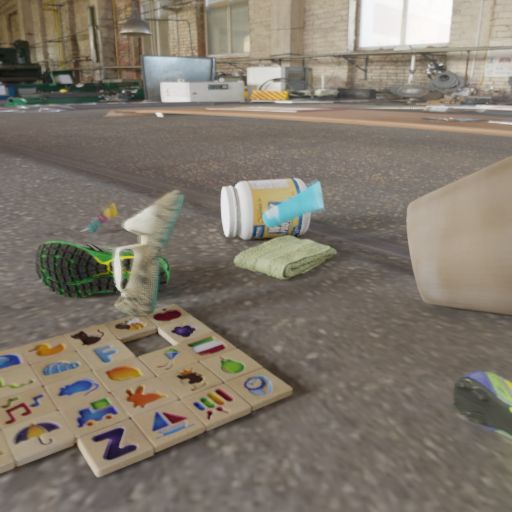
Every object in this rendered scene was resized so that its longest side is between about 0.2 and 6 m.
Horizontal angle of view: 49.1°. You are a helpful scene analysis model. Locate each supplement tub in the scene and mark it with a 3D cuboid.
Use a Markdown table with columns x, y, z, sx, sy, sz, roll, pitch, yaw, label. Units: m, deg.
| x | y | z | sx | sy | sz | roll | pitch | yaw | label |
| --- | --- | --- | --- | --- | --- | --- | --- | --- | --- |
| 0.179 | -0.996 | 11.999 | 1.729 | 1.250 | 1.250 | -5 | 20 | -11 | supplement tub |

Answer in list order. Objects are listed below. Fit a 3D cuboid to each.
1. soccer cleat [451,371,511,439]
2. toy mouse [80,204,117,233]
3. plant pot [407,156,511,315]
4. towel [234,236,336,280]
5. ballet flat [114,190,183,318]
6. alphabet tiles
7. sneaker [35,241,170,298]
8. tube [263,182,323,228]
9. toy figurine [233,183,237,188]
| x | y | z | sx | sy | sz | roll | pitch | yaw | label |
| --- | --- | --- | --- | --- | --- | --- | --- | --- | --- |
| 2.798 | 1.669 | 5.522 | 0.778 | 0.601 | 1.860 | -6 | 20 | -26 | soccer cleat |
| -3.474 | -0.775 | 12.467 | 1.023 | 0.223 | 1.151 | -39 | 15 | 9 | toy mouse |
| 3.643 | -0.225 | 8.374 | 2.407 | 2.774 | 2.774 | -10 | 14 | 26 | plant pot |
| 0.558 | -0.018 | 10.621 | 1.320 | 0.325 | 1.780 | 14 | 24 | 37 | towel |
| -1.609 | -0.083 | 7.989 | 0.726 | 1.927 | 0.654 | 15 | 2 | -20 | ballet flat |
| -1.831 | 1.520 | 6.611 | 3.502 | 0.132 | 2.927 | -14 | 24 | -33 | alphabet tiles |
| -2.565 | 0.235 | 9.380 | 2.307 | 0.900 | 0.983 | 10 | 13 | 2 | sneaker |
| 0.709 | -0.918 | 10.614 | 1.341 | 0.519 | 0.338 | -24 | -21 | 40 | tube |
| -0.397 | -1.330 | 13.555 | 0.735 | 0.520 | 0.747 | 24 | -24 | -22 | toy figurine |
